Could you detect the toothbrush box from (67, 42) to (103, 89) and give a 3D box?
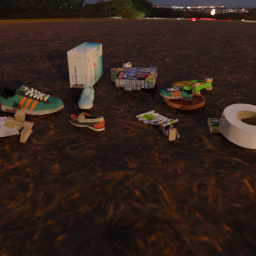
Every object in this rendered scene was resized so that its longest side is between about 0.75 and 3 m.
[{"bbox_3d":[-2.440,-3.736,16.497,1.199,2.058,2.811,6,27,11],"label":"toothbrush box"}]

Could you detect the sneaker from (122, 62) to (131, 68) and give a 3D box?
[{"bbox_3d":[-0.221,-3.932,18.476,0.614,0.596,1.683,8,28,15],"label":"sneaker"}]

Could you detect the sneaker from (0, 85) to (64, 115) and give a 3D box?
[{"bbox_3d":[-4.453,-1.341,12.785,2.957,1.182,1.055,2,27,4],"label":"sneaker"}]

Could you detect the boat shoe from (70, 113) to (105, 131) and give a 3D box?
[{"bbox_3d":[-1.708,-0.352,11.576,1.746,0.546,0.621,15,33,29],"label":"boat shoe"}]

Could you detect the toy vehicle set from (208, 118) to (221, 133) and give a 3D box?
[{"bbox_3d":[4.074,-0.081,11.419,1.513,0.201,0.940,3,27,5],"label":"toy vehicle set"}]

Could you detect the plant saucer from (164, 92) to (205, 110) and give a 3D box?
[{"bbox_3d":[2.754,-1.343,13.754,1.999,0.323,1.999,1,27,0],"label":"plant saucer"}]

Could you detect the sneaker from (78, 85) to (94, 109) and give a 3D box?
[{"bbox_3d":[-2.053,-1.561,13.652,0.713,0.791,1.930,-2,27,-2],"label":"sneaker"}]

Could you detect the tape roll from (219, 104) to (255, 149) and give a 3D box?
[{"bbox_3d":[4.558,-0.110,10.608,2.056,0.719,2.056,2,36,-2],"label":"tape roll"}]

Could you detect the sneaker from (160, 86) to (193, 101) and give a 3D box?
[{"bbox_3d":[2.394,-1.799,13.794,1.635,0.653,0.583,8,32,-2],"label":"sneaker"}]

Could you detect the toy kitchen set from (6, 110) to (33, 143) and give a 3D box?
[{"bbox_3d":[-4.136,-0.115,10.474,0.963,0.786,0.869,16,30,-7],"label":"toy kitchen set"}]

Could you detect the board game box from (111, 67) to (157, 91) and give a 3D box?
[{"bbox_3d":[0.209,-2.822,16.047,2.733,0.843,2.734,4,28,9],"label":"board game box"}]

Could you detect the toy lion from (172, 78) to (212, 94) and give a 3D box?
[{"bbox_3d":[3.464,-2.364,15.559,1.884,0.647,1.806,-22,27,-36],"label":"toy lion"}]

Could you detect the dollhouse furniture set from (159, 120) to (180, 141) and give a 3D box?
[{"bbox_3d":[1.628,0.033,10.931,0.521,0.445,1.005,-8,28,-15],"label":"dollhouse furniture set"}]

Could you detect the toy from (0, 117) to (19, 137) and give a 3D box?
[{"bbox_3d":[-5.192,0.099,10.591,1.041,0.427,1.809,45,32,21],"label":"toy"}]

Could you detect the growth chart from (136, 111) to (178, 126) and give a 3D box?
[{"bbox_3d":[1.199,-0.386,12.098,1.131,0.139,1.563,-23,35,-36],"label":"growth chart"}]
